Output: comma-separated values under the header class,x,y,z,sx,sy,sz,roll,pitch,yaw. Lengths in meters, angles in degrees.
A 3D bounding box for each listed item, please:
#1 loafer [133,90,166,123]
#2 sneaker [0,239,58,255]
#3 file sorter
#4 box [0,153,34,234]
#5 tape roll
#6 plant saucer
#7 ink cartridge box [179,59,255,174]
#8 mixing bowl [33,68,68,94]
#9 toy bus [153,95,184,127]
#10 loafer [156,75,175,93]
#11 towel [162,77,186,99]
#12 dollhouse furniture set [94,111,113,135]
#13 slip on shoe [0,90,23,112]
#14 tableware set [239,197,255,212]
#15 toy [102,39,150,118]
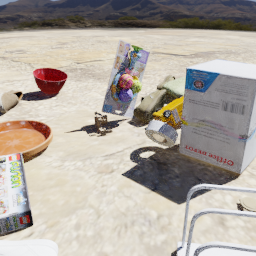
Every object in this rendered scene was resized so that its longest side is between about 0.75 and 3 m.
class,x,y,z,sx,sy,sz,roll,pitch,yaw
loafer,1.031,-1.125,12.578,0.899,1.014,2.667,15,29,19
sneaker,-2.333,2.629,4.828,2.153,0.793,1.244,-4,22,-11
file sorter,1.817,2.408,4.086,2.047,1.836,2.949,4,25,8
box,-3.426,1.631,7.293,1.546,0.488,2.809,-10,27,-20
tape roll,1.132,0.203,9.421,1.096,1.096,0.383,16,66,30
plant saucer,-4.077,0.449,9.887,2.809,0.453,2.809,0,26,0
ink cartridge box,3.149,-0.491,8.964,2.139,2.906,2.102,20,30,36
mixing bowl,-4.258,-2.490,15.291,1.839,0.996,1.839,11,32,-7
toy bus,2.101,-0.751,11.438,2.148,0.841,0.699,-32,22,-15
loafer,2.245,-2.339,15.562,0.675,0.761,2.002,15,39,27
towel,2.967,-2.028,14.611,1.735,0.427,2.338,37,39,24
dollhouse furniture set,-0.968,-0.248,11.168,0.534,0.625,1.205,-9,27,-15
slip on shoe,-5.568,-1.345,13.328,0.657,0.825,2.170,-11,18,-3
tableware set,3.559,2.027,6.856,1.439,0.167,1.202,-7,26,-14
toy,0.080,-1.890,11.364,1.687,2.930,0.692,10,5,-40
